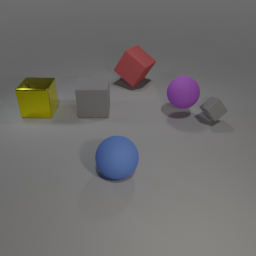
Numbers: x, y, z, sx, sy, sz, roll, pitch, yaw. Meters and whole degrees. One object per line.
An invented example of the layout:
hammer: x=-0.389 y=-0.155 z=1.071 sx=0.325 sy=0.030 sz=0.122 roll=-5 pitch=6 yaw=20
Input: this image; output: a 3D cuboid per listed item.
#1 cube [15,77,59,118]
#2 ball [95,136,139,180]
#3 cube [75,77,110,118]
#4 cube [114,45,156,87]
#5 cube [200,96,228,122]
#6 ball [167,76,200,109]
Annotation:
cube: x=-4.074 y=-1.395 z=12.743 sx=1.400 sy=1.400 sz=1.400 roll=1 pitch=32 yaw=1
ball: x=-0.349 y=0.944 z=8.989 sx=1.400 sy=1.400 sz=1.400 roll=0 pitch=32 yaw=0
cube: x=-1.556 y=-1.394 z=12.738 sx=1.400 sy=1.400 sz=1.400 roll=0 pitch=32 yaw=-1
cube: x=0.376 y=-3.329 z=14.969 sx=1.400 sy=1.400 sz=1.400 roll=42 pitch=38 yaw=4
cube: x=3.604 y=-0.809 z=11.820 sx=0.700 sy=0.700 sz=0.700 roll=-40 pitch=20 yaw=0
ball: x=2.371 y=-1.524 z=12.017 sx=1.400 sy=1.400 sz=1.400 roll=0 pitch=32 yaw=0
